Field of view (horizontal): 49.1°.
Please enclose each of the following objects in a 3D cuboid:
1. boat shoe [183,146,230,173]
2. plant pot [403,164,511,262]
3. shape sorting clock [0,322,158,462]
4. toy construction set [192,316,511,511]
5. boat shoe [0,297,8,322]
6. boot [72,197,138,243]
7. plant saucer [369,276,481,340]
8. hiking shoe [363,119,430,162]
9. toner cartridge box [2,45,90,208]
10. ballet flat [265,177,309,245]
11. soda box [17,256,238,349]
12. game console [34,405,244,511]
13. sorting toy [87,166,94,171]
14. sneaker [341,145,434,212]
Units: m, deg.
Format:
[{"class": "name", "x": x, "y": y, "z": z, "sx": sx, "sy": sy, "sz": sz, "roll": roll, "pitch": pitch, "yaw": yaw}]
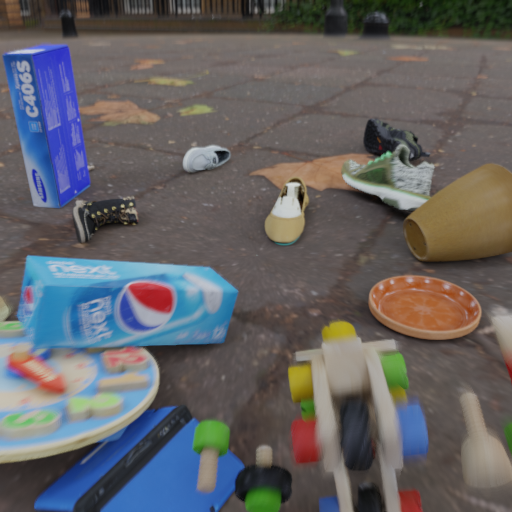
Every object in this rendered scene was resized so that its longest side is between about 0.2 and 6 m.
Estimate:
[{"class": "boat shoe", "x": -1.216, "y": -2.489, "z": 14.265, "sx": 0.576, "sy": 0.565, "sz": 1.619, "roll": 10, "pitch": 25, "yaw": 28}, {"class": "plant pot", "x": 3.492, "y": -0.573, "z": 9.649, "sx": 1.716, "sy": 1.599, "sz": 1.599, "roll": -19, "pitch": 30, "yaw": -9}, {"class": "shape sorting clock", "x": -2.559, "y": 1.257, "z": 6.033, "sx": 3.001, "sy": 0.589, "sz": 3.001, "roll": 10, "pitch": 11, "yaw": -2}, {"class": "toy construction set", "x": 1.078, "y": 1.105, "z": 4.759, "sx": 2.459, "sy": 2.051, "sz": 1.890, "roll": -26, "pitch": 40, "yaw": 28}, {"class": "boat shoe", "x": -4.610, "y": 0.823, "z": 7.483, "sx": 2.355, "sy": 0.782, "sz": 0.871, "roll": -15, "pitch": 29, "yaw": -29}, {"class": "boot", "x": -2.906, "y": -0.746, "z": 10.866, "sx": 1.191, "sy": 0.579, "sz": 1.581, "roll": -7, "pitch": 22, "yaw": -13}, {"class": "plant saucer", "x": 2.445, "y": 0.766, "z": 8.213, "sx": 1.576, "sy": 0.254, "sz": 1.576, "roll": 1, "pitch": 27, "yaw": 0}, {"class": "hiking shoe", "x": 3.775, "y": -3.094, "z": 15.355, "sx": 1.161, "sy": 0.874, "sz": 2.307, "roll": 2, "pitch": 34, "yaw": -18}, {"class": "toner cartridge box", "x": -4.371, "y": -2.749, "z": 11.921, "sx": 0.678, "sy": 3.140, "sz": 1.491, "roll": 4, "pitch": 27, "yaw": 11}, {"class": "ballet flat", "x": 0.613, "y": -0.977, "z": 11.130, "sx": 0.774, "sy": 0.711, "sz": 2.255, "roll": 4, "pitch": 27, "yaw": 7}, {"class": "soda box", "x": -1.532, "y": 0.587, "z": 6.996, "sx": 2.513, "sy": 0.806, "sz": 0.852, "roll": 4, "pitch": 19, "yaw": -36}, {"class": "game console", "x": -1.093, "y": 2.240, "z": 5.429, "sx": 1.275, "sy": 0.884, "sz": 1.494, "roll": -20, "pitch": 10, "yaw": 39}, {"class": "sorting toy", "x": -4.846, "y": -2.208, "z": 14.107, "sx": 1.143, "sy": 0.208, "sz": 1.058, "roll": 14, "pitch": 30, "yaw": 27}, {"class": "sneaker", "x": 2.883, "y": -1.798, "z": 11.950, "sx": 1.042, "sy": 1.200, "sz": 2.709, "roll": 8, "pitch": 19, "yaw": -33}]
